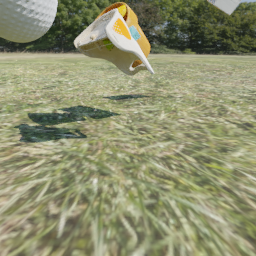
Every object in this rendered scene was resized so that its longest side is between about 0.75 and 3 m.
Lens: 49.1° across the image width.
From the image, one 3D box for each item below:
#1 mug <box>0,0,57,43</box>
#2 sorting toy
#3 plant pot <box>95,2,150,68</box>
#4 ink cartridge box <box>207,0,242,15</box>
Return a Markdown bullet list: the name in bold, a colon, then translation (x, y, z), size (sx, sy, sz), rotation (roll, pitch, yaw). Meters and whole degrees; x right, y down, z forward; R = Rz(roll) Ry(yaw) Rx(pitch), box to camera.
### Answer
- **mug**: translation (-2.293, -2.570, 4.673), size (2.292, 1.692, 2.010), rotation (22, -19, 8)
- **sorting toy**: translation (-0.113, -1.459, 5.271), size (0.775, 1.306, 1.451), rotation (-52, 29, -14)
- **plant pot**: translation (-0.116, -1.991, 6.428), size (1.225, 1.225, 1.121), rotation (18, -8, 45)
- **ink cartridge box**: translation (1.764, -3.123, 6.077), size (0.961, 0.557, 1.302), rotation (-7, 52, -49)
